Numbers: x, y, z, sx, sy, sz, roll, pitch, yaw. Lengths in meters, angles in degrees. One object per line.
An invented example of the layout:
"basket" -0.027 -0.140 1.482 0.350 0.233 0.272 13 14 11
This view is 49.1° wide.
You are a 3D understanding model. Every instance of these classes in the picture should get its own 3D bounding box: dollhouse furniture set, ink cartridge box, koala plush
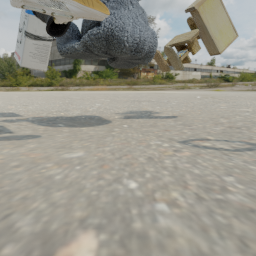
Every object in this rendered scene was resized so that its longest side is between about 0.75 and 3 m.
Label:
"dollhouse furniture set" 2.094 -3.296 9.427 2.209 1.674 2.520 -45 24 -18
"ink cartridge box" -3.129 -3.168 9.403 0.904 2.144 1.566 6 21 -32
"koala plush" -0.308 -3.357 7.726 2.640 2.977 2.736 4 4 -32

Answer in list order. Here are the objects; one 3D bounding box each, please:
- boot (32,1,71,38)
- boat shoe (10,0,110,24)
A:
"boot" -1.298 -3.155 5.728 0.824 2.361 1.554 1 30 -32
"boat shoe" -1.184 -2.162 4.969 1.737 0.602 0.615 6 44 -30
